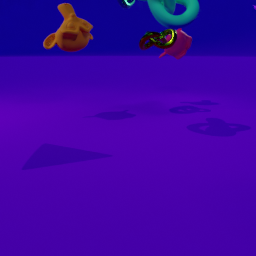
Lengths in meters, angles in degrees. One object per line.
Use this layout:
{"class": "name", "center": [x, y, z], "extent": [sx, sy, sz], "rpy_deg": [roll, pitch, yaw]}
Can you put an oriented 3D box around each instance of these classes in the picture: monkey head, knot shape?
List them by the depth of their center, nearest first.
{"class": "knot shape", "center": [0.726, -3.392, 7.102], "extent": [1.873, 0.925, 2.002], "rpy_deg": [11, 36, -40]}
{"class": "monkey head", "center": [-1.806, -3.068, 8.728], "extent": [1.814, 1.305, 1.093], "rpy_deg": [-26, -5, -35]}
{"class": "knot shape", "center": [1.003, -3.078, 9.716], "extent": [1.321, 0.610, 1.236], "rpy_deg": [-7, 21, 2]}
{"class": "monkey head", "center": [1.890, -3.294, 10.925], "extent": [0.956, 1.587, 1.142], "rpy_deg": [29, 21, -8]}

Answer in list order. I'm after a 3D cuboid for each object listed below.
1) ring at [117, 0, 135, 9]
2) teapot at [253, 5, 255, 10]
{"class": "ring", "center": [-0.031, -4.718, 9.253], "extent": [0.289, 1.444, 1.444], "rpy_deg": [14, 20, 21]}
{"class": "teapot", "center": [3.167, -2.144, 5.774], "extent": [0.803, 1.641, 1.020], "rpy_deg": [-29, -30, 23]}
